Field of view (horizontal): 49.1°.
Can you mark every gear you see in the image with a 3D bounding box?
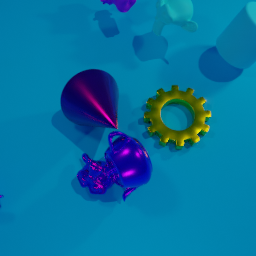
[{"bbox_3d":[1.215,-0.285,6.995,1.627,0.301,1.627,0,69,0],"label":"gear"}]

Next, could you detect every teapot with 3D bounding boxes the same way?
[{"bbox_3d":[-0.058,0.797,5.806,0.887,1.811,1.126,-26,35,-17],"label":"teapot"}]

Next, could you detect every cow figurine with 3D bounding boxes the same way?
[{"bbox_3d":[-0.280,-3.484,7.588,0.570,1.022,1.038,-10,74,-35],"label":"cow figurine"}]

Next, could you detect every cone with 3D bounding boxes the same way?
[{"bbox_3d":[-0.555,-0.348,6.112,1.463,1.463,1.469,-30,41,-11],"label":"cone"}]

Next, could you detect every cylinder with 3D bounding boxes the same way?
[{"bbox_3d":[3.009,-2.276,6.969,1.157,1.157,1.157,11,58,-19],"label":"cylinder"}]

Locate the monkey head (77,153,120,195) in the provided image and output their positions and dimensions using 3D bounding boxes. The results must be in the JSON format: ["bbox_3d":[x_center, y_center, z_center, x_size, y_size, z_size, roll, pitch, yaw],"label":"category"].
[{"bbox_3d":[-0.631,0.957,6.162,1.267,0.911,0.763,31,39,14],"label":"monkey head"}]

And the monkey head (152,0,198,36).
[{"bbox_3d":[1.128,-2.857,7.112,0.902,1.077,1.497,-7,58,-22],"label":"monkey head"}]

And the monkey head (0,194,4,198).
[{"bbox_3d":[-3.514,1.433,5.810,1.765,1.270,1.063,17,84,22],"label":"monkey head"}]
